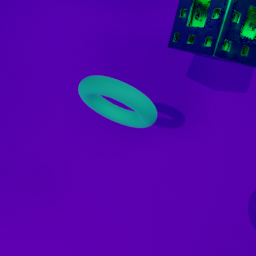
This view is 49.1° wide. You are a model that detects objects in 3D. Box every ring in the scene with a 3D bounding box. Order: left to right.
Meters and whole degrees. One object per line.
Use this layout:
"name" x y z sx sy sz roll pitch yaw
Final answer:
"ring" -0.153 -0.353 4.061 1.210 1.210 0.242 22 74 8

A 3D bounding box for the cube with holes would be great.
"cube with holes" 1.591 -1.736 4.595 1.178 1.178 1.178 4 108 -30
